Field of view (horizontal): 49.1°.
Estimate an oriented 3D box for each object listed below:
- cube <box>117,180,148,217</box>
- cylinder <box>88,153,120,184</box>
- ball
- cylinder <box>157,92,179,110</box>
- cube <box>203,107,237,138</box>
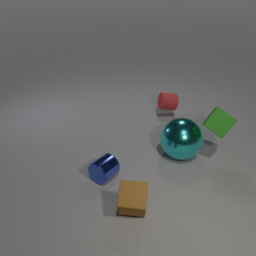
[{"bbox_3d":[0.131,1.800,7.146,0.700,0.700,0.700,4,58,6],"label":"cube"},{"bbox_3d":[-0.721,1.218,8.428,0.700,0.700,0.700,21,35,32],"label":"cylinder"},{"bbox_3d":[1.769,0.356,9.256,1.400,1.400,1.400,0,30,0],"label":"ball"},{"bbox_3d":[1.686,-1.130,11.863,0.700,0.700,0.700,6,28,-14],"label":"cylinder"},{"bbox_3d":[2.840,-0.186,8.732,0.700,0.700,0.700,37,11,6],"label":"cube"}]
